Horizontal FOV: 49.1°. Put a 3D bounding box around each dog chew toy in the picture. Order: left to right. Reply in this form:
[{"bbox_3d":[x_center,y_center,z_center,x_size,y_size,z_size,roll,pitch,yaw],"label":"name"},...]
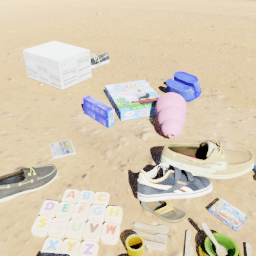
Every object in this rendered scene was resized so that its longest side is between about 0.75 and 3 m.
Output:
[{"bbox_3d":[1.613,-0.426,10.473,1.193,1.193,1.915,3,49,4],"label":"dog chew toy"}]

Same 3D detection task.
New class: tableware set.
[{"bbox_3d":[1.289,2.890,5.978,2.994,0.459,2.017,8,33,12],"label":"tableware set"}]

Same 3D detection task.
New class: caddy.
[{"bbox_3d":[2.552,-1.859,12.929,1.200,0.891,1.697,-44,50,-17],"label":"caddy"}]

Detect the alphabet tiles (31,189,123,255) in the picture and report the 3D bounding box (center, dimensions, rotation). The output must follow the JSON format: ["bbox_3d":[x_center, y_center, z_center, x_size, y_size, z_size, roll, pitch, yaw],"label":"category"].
[{"bbox_3d":[-1.253,2.355,7.100,2.167,0.158,2.120,4,33,6],"label":"alphabet tiles"}]

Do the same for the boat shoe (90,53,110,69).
[{"bbox_3d":[-1.845,-3.956,16.295,1.903,0.650,0.703,-24,40,-32],"label":"boat shoe"}]

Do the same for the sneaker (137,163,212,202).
[{"bbox_3d":[1.309,1.426,7.651,2.162,0.859,0.848,-4,9,-14],"label":"sneaker"}]

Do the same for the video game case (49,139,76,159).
[{"bbox_3d":[-2.266,0.723,9.658,0.758,0.092,0.833,-13,35,-18],"label":"video game case"}]

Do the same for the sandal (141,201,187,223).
[{"bbox_3d":[0.904,2.087,7.335,1.270,0.343,0.510,19,37,27],"label":"sandal"}]

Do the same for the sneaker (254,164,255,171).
[{"bbox_3d":[4.032,1.408,8.367,0.509,0.351,0.915,-9,40,-29],"label":"sneaker"}]

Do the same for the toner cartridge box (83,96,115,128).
[{"bbox_3d":[-1.179,-0.667,11.181,0.343,0.754,1.587,-27,43,-35],"label":"toner cartridge box"}]

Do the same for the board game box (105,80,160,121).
[{"bbox_3d":[0.266,-1.303,12.387,2.019,0.488,2.670,-11,34,-15],"label":"board game box"}]

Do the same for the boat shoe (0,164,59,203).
[{"bbox_3d":[-2.958,1.468,8.052,1.970,0.593,0.702,-21,39,-29],"label":"boat shoe"}]

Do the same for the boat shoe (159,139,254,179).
[{"bbox_3d":[2.456,0.888,8.577,2.969,0.986,1.099,-3,33,-5],"label":"boat shoe"}]

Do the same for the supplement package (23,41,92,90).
[{"bbox_3d":[-3.621,-3.347,14.567,2.736,1.517,2.131,23,40,30],"label":"supplement package"}]

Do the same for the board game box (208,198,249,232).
[{"bbox_3d":[2.607,2.243,7.279,0.566,0.144,0.837,-25,41,-33],"label":"board game box"}]
